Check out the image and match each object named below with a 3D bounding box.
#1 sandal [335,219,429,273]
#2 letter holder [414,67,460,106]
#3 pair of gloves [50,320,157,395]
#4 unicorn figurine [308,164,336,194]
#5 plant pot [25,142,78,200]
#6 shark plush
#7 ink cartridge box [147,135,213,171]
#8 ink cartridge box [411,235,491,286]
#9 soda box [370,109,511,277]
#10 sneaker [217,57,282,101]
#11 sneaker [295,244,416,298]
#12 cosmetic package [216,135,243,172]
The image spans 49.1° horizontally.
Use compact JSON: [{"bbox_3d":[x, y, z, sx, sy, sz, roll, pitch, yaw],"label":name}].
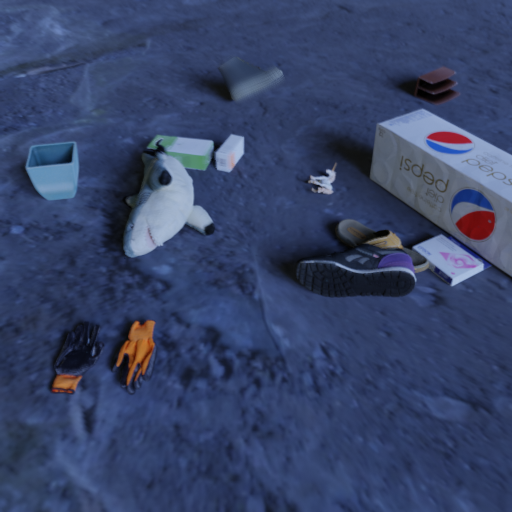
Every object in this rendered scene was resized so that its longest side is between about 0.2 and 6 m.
[{"bbox_3d":[2.470,-0.280,11.275,0.860,0.578,2.141,-27,47,-31],"label":"sandal"},{"bbox_3d":[5.559,-5.114,16.906,1.262,0.635,0.897,-29,50,-29],"label":"letter holder"},{"bbox_3d":[-2.475,1.678,9.305,1.658,0.205,1.477,-2,42,2],"label":"pair of gloves"},{"bbox_3d":[1.595,-1.754,13.242,0.668,0.359,0.972,4,54,-11],"label":"unicorn figurine"},{"bbox_3d":[-4.547,-1.869,12.791,1.020,1.042,1.023,-8,41,-8],"label":"plant pot"},{"bbox_3d":[-2.391,-1.575,12.338,1.630,1.778,3.914,-34,48,9],"label":"shark plush"},{"bbox_3d":[-1.897,-2.611,14.101,1.503,0.446,0.780,9,39,10],"label":"ink cartridge box"},{"bbox_3d":[3.914,0.010,11.217,1.147,0.248,1.126,-23,45,-23],"label":"ink cartridge box"},{"bbox_3d":[4.491,-1.445,11.897,1.447,1.548,4.545,-21,45,-23],"label":"soda box"},{"bbox_3d":[-0.139,-5.540,16.774,2.105,1.118,0.787,-36,11,-36],"label":"sneaker"},{"bbox_3d":[1.831,0.214,10.525,2.183,0.827,0.956,5,41,5],"label":"sneaker"},{"bbox_3d":[-0.648,-2.573,14.034,0.351,0.500,0.985,13,43,15],"label":"cosmetic package"}]
